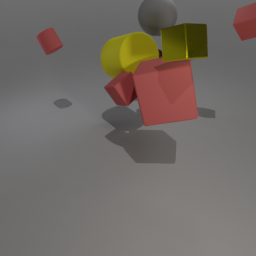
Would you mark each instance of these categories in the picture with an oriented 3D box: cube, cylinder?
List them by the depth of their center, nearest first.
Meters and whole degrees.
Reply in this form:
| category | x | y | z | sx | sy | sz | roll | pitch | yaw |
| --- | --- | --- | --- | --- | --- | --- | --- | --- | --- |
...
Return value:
| category | x | y | z | sx | sy | sz | roll | pitch | yaw |
| --- | --- | --- | --- | --- | --- | --- | --- | --- | --- |
| cube | 1.203 | -1.805 | 5.980 | 0.700 | 0.700 | 0.700 | -14 | 14 | -36 |
| cube | 1.030 | -1.044 | 7.428 | 1.400 | 1.400 | 1.400 | -8 | 25 | 15 |
| cube | -0.125 | -1.129 | 8.132 | 0.700 | 0.700 | 0.700 | -45 | 25 | -18 |
| cube | 3.627 | -3.146 | 8.274 | 0.700 | 0.700 | 0.700 | -3 | 57 | 45 |
| cylinder | 0.031 | -2.237 | 8.908 | 1.400 | 1.400 | 1.400 | -18 | 17 | -27 |
| cylinder | -2.772 | -3.060 | 9.907 | 0.700 | 0.700 | 0.700 | -28 | 13 | 7 |

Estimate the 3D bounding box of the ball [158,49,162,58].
| category | x | y | z | sx | sy | sz | roll | pitch | yaw |
| --- | --- | --- | --- | --- | --- | --- | --- | --- | --- |
| ball | 0.924 | -2.377 | 9.626 | 0.700 | 0.700 | 0.700 | 0 | 31 | 0 |

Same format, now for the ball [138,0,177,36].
| category | x | y | z | sx | sy | sz | roll | pitch | yaw |
| --- | --- | --- | --- | --- | --- | --- | --- | --- | --- |
| ball | 1.049 | -3.997 | 9.967 | 1.400 | 1.400 | 1.400 | 0 | 31 | 0 |
